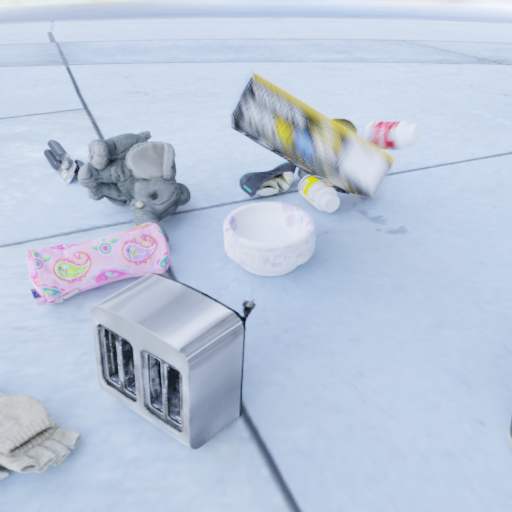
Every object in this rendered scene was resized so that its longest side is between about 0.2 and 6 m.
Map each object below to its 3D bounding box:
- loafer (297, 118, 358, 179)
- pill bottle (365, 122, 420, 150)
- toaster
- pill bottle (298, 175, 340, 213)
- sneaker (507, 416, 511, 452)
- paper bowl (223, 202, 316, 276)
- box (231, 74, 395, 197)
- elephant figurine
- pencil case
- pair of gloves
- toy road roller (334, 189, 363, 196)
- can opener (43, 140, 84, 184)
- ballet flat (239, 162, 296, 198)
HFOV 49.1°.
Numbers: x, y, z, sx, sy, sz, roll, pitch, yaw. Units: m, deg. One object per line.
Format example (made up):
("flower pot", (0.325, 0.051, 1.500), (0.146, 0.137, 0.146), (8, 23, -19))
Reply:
("loafer", (2.088, -3.175, 15.298), (1.336, 1.237, 3.553), (10, 33, 15))
("pill bottle", (2.556, -2.257, 10.501), (0.925, 0.519, 0.519), (9, 31, 36))
("toaster", (-1.093, 1.293, 7.365), (1.807, 1.998, 1.186), (22, 33, 30))
("pill bottle", (1.483, -1.432, 13.059), (0.596, 0.596, 1.092), (-14, 36, -21))
("sneaker", (4.226, 1.404, 7.597), (1.065, 1.513, 2.848), (16, 35, 24))
("paper bowl", (0.255, -0.271, 10.884), (1.771, 0.921, 1.771), (1, 32, -1))
("box", (0.871, -2.189, 10.680), (2.725, 0.842, 3.412), (28, 7, -6))
("elephant figurine", (-2.319, -1.531, 12.373), (2.777, 2.154, 1.965), (25, 11, 23))
("pencil case", (-2.842, 0.131, 10.186), (2.481, 1.085, 1.085), (-16, 35, -23))
("pair of gloves", (-3.673, 2.587, 6.731), (2.145, 0.442, 2.523), (11, 31, 25))
("toy road roller", (2.247, -1.929, 13.376), (1.293, 0.794, 0.944), (2, 17, -30))
("can opener", (-5.075, -2.476, 15.009), (0.742, 0.592, 2.220), (18, 16, -39))
("ballet flat", (0.430, -1.825, 13.784), (1.947, 0.711, 0.711), (-21, 37, -40))
